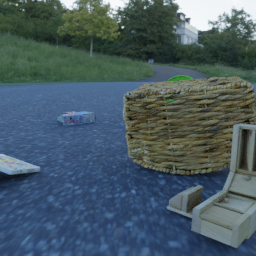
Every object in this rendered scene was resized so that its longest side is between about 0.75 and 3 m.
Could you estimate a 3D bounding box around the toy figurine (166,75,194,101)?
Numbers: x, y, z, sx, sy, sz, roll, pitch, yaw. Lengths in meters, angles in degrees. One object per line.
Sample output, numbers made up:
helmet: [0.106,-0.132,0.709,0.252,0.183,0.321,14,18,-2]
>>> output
toy figurine: [3.298,-1.234,13.821,2.805,2.106,2.582,32,17,27]

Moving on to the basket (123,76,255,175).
basket: [1.535,-0.127,7.021,2.900,2.070,2.161,-3,13,15]

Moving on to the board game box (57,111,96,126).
board game box: [-2.476,-0.458,12.551,1.483,0.457,1.482,12,16,42]

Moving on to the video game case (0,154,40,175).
video game case: [-2.746,0.795,6.303,1.144,0.131,1.041,16,-1,16]

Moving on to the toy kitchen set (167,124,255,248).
toy kitchen set: [1.444,0.721,4.524,1.345,1.488,1.649,9,11,40]

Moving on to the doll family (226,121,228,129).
doll family: [3.195,0.045,9.176,0.638,0.879,1.416,-4,13,-19]
